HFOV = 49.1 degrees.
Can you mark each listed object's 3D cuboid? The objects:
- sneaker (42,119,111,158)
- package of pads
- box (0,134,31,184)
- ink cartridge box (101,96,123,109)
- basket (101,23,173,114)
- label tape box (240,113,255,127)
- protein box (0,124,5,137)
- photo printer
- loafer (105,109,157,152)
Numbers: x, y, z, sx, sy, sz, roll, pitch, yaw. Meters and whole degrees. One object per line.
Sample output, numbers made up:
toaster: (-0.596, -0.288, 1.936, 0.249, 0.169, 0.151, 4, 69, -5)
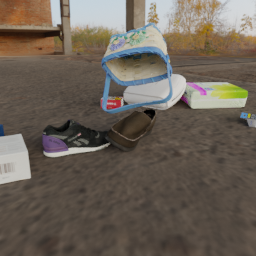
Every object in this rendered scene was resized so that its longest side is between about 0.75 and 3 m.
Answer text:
sneaker: (-1.426, 0.204, 8.363, 2.191, 0.959, 0.830, -11, 21, -29)
package of pads: (4.124, -1.652, 13.949, 2.761, 0.942, 2.133, -1, 20, -6)
box: (-3.113, 0.760, 7.059, 1.051, 0.734, 1.381, -9, 20, -24)
ink cartridge box: (-0.777, -1.222, 13.471, 1.002, 0.420, 0.880, 3, 20, 6)
basket: (0.264, -1.988, 9.743, 2.524, 2.862, 1.991, -10, -20, 24)
label tape box: (4.911, -0.288, 10.812, 1.064, 0.337, 0.767, 9, 20, 25)
protein box: (-4.379, 0.403, 8.057, 1.151, 0.777, 1.143, 2, 19, 5)
photo printer: (1.401, -1.850, 13.659, 2.613, 0.907, 2.174, 14, 47, 34)
loafer: (0.175, -0.117, 8.869, 0.988, 0.965, 2.706, 32, 26, 11)
